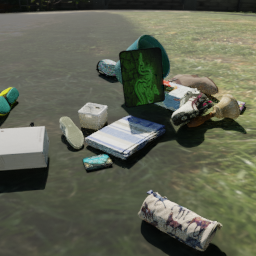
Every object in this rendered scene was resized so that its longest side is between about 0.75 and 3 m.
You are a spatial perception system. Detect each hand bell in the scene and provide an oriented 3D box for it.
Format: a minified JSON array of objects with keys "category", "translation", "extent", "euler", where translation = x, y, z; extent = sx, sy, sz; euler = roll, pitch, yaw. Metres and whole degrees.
[{"category":"hand bell","translation":[3.364,-0.495,11.466],"extent":[2.130,1.109,1.109],"euler":[-24,35,-14]}]

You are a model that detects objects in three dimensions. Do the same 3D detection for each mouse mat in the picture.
[{"category":"mouse mat","translation":[0.626,-2.100,11.647],"extent":[1.871,2.326,0.088],"euler":[-12,16,-17]}]

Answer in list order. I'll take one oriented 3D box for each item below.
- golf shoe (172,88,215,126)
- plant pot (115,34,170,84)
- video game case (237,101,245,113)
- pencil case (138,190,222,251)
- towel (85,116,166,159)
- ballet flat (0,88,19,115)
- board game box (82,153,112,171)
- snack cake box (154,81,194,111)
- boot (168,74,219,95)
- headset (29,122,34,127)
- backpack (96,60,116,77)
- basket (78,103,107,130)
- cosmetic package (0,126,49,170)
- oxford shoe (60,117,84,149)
[{"category":"golf shoe","translation":[2.416,-0.850,11.395],"extent":[2.562,0.989,1.128],"euler":[-23,74,-45]},{"category":"plant pot","translation":[0.543,-2.963,13.376],"extent":[2.044,2.176,2.176],"euler":[-22,8,44]},{"category":"video game case","translation":[4.757,-1.050,12.899],"extent":[1.060,0.190,0.961],"euler":[17,34,28]},{"category":"pencil case","translation":[1.189,2.154,6.605],"extent":[1.850,0.720,0.827],"euler":[20,53,32]},{"category":"towel","translation":[-0.038,0.261,10.427],"extent":[1.956,0.317,2.664],"euler":[18,32,33]},{"category":"ballet flat","translation":[-5.665,-1.112,12.562],"extent":[0.843,0.840,2.514],"euler":[-20,25,9]},{"category":"board game box","translation":[-1.003,1.097,9.122],"extent":[0.871,0.123,0.589],"euler":[-10,30,-18]},{"category":"snack cake box","translation":[2.028,-1.515,13.139],"extent":[1.302,0.760,2.263],"euler":[-27,39,-37]},{"category":"boot","translation":[3.157,-2.099,14.282],"extent":[1.777,0.854,2.431],"euler":[-17,32,-16]},{"category":"headset","translation":[-3.477,0.428,9.787],"extent":[0.846,0.644,1.370],"euler":[2,40,2]},{"category":"backpack","translation":[-1.146,-3.594,16.752],"extent":[1.165,0.884,1.396],"euler":[-13,35,-28]},{"category":"basket","translation":[-1.385,-0.480,11.313],"extent":[0.911,0.739,0.919],"euler":[10,32,18]},{"category":"cosmetic package","translation":[-3.630,0.662,8.885],"extent":[2.052,0.870,1.104],"euler":[-5,49,-7]},{"category":"oxford shoe","translation":[-2.099,0.227,10.391],"extent":[0.615,0.472,1.636],"euler":[-11,45,-33]}]
